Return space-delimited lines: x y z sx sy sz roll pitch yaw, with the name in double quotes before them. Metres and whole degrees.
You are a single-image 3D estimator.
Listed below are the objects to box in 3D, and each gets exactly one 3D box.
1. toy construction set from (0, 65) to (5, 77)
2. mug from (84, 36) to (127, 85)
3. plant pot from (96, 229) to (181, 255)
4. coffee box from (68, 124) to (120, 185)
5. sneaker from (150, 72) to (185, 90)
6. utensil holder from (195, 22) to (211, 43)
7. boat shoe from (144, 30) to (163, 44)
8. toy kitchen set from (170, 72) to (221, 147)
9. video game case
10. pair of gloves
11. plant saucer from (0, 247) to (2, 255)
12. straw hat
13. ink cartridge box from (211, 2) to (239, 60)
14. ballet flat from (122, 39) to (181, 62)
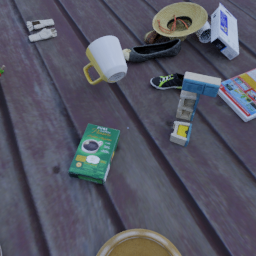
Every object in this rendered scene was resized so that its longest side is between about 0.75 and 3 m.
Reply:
"toy construction set" -6.138 -1.990 11.177 1.589 1.464 1.905 33 25 -29
"mug" -0.770 -2.431 10.769 1.361 1.699 1.395 -17 74 -32
"plant pot" 0.301 3.890 7.239 2.632 0.362 2.632 0 53 0
"coffee box" -1.081 0.833 9.461 1.228 0.439 1.998 11 54 7
"sneaker" 1.801 -2.005 11.391 1.784 0.739 0.640 1 53 1
"utensil holder" 3.608 -4.653 13.364 0.768 0.768 0.904 -10 53 -7
"boat shoe" 1.451 -4.511 13.417 1.568 0.565 0.530 -40 69 -20
"toy kitchen set" 2.246 -0.539 9.506 1.184 2.010 1.610 13 55 11
"video game case" 5.173 -1.486 11.313 2.792 0.244 1.996 -22 57 -16
"pair of gloves" -4.262 -4.876 13.828 1.361 0.281 1.601 -14 55 -10
"plant saucer" -4.352 3.741 7.361 2.120 0.340 2.120 0 53 1
"straw hat" 2.421 -4.713 13.215 2.542 1.076 2.542 -5 56 8
"ink cartridge box" 4.494 -4.535 13.010 1.376 0.543 2.767 32 51 -22
"ballet flat" 0.995 -3.523 12.487 2.808 0.798 0.933 -10 54 -8
